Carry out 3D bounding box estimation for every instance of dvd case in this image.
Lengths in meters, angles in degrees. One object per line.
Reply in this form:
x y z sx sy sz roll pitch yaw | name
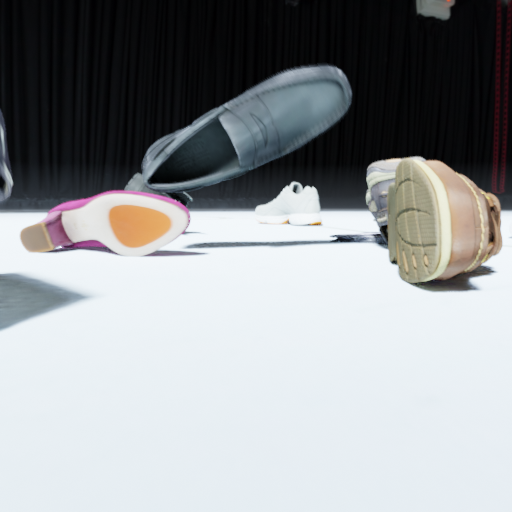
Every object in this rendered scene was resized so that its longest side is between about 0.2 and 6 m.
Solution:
2.521 -0.381 11.353 1.384 0.149 1.862 4 7 35 | dvd case

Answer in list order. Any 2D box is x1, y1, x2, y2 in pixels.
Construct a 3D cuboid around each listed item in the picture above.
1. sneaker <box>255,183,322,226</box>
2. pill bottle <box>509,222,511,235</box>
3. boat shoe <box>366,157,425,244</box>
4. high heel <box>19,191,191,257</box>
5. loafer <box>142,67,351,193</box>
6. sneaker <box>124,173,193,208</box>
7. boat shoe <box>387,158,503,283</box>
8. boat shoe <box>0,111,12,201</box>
1.051 -1.687 18.213 1.118 1.359 2.954 -4 7 -39 | sneaker
5.699 -0.602 11.956 0.463 0.463 0.832 4 7 31 | pill bottle
2.468 -0.690 9.698 1.178 1.159 3.161 -6 -12 19 | boat shoe
-2.143 -0.615 8.742 2.965 1.000 1.426 -1 18 22 | high heel
-0.156 -1.756 8.304 3.358 1.140 1.179 -22 23 11 | loafer
-2.378 -1.012 13.562 1.585 0.913 3.040 31 -22 0 | sneaker
2.114 -0.409 6.182 1.173 1.250 3.473 -1 3 10 | boat shoe
-4.120 -1.790 8.629 0.699 1.925 0.604 -17 18 -38 | boat shoe
